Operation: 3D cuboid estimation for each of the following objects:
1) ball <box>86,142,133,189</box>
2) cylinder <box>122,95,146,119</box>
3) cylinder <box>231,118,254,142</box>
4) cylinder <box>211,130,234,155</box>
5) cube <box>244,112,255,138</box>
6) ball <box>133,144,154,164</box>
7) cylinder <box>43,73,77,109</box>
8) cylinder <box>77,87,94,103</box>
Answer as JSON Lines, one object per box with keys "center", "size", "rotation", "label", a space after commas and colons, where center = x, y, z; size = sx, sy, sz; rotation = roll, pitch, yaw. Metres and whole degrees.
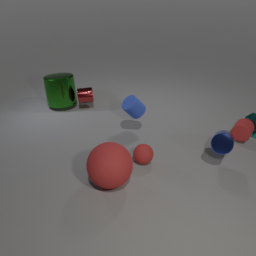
{"center": [-0.550, 1.120, 8.450], "size": [1.400, 1.400, 1.400], "rotation": [0, 30, 0], "label": "ball"}
{"center": [0.223, -0.820, 10.951], "size": [0.700, 0.700, 0.700], "rotation": [-25, 45, 28], "label": "cylinder"}
{"center": [4.430, 0.069, 10.801], "size": [0.700, 0.700, 0.700], "rotation": [18, 33, 28], "label": "cylinder"}
{"center": [3.112, 0.465, 9.193], "size": [0.700, 0.700, 0.700], "rotation": [12, 13, 20], "label": "cylinder"}
{"center": [5.103, -0.114, 11.268], "size": [0.700, 0.700, 0.700], "rotation": [-22, 37, -36], "label": "cube"}
{"center": [0.524, 0.886, 9.572], "size": [0.700, 0.700, 0.700], "rotation": [0, 30, 0], "label": "ball"}
{"center": [-3.206, -1.800, 13.325], "size": [1.400, 1.400, 1.400], "rotation": [-3, 23, 1], "label": "cylinder"}
{"center": [-1.993, -1.536, 13.123], "size": [0.700, 0.700, 0.700], "rotation": [-7, 31, -6], "label": "cylinder"}
